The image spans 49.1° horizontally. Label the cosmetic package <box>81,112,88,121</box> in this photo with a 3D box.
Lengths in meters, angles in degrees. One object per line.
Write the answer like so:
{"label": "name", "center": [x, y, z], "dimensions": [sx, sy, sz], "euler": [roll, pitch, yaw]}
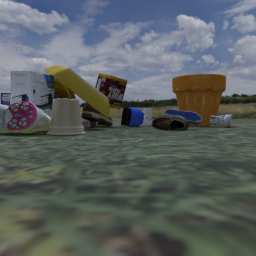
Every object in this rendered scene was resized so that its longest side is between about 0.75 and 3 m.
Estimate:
{"label": "cosmetic package", "center": [-2.436, -0.484, 13.887], "dimensions": [1.928, 0.661, 2.558], "euler": [1, 2, 10]}

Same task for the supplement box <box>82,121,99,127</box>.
{"label": "supplement box", "center": [-1.618, -0.165, 11.754], "dimensions": [0.464, 0.260, 0.853], "euler": [0, 1, 24]}

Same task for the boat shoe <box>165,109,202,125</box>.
{"label": "boat shoe", "center": [1.895, -0.293, 9.553], "dimensions": [1.335, 0.483, 0.482], "euler": [17, 45, 36]}

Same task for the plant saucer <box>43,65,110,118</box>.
{"label": "plant saucer", "center": [-1.722, -1.443, 9.888], "dimensions": [2.366, 0.573, 2.365], "euler": [38, -2, -28]}

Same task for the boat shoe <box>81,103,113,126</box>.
{"label": "boat shoe", "center": [-1.255, -0.662, 12.592], "dimensions": [0.867, 0.869, 2.348], "euler": [2, -9, 18]}

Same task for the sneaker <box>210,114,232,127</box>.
{"label": "sneaker", "center": [3.838, -0.279, 11.628], "dimensions": [0.814, 0.532, 1.416], "euler": [0, -3, 14]}

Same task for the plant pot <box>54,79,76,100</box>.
{"label": "plant pot", "center": [-2.688, -0.798, 10.847], "dimensions": [1.789, 1.789, 1.683], "euler": [1, -10, 13]}

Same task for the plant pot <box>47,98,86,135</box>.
{"label": "plant pot", "center": [-1.564, -0.289, 7.079], "dimensions": [0.970, 0.888, 0.970], "euler": [0, 3, 0]}

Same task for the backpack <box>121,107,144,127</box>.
{"label": "backpack", "center": [0.249, -0.502, 12.349], "dimensions": [0.925, 0.895, 1.102], "euler": [2, 1, -18]}

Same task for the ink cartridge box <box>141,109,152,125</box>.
{"label": "ink cartridge box", "center": [0.903, -0.559, 14.360], "dimensions": [0.349, 0.843, 0.618], "euler": [2, 1, -33]}

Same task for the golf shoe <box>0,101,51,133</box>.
{"label": "golf shoe", "center": [-3.058, -0.183, 7.323], "dimensions": [2.343, 0.882, 1.072], "euler": [4, -10, 25]}

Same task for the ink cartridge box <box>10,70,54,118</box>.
{"label": "ink cartridge box", "center": [-2.866, -0.773, 8.480], "dimensions": [0.736, 1.749, 1.264], "euler": [3, 3, 16]}

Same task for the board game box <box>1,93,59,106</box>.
{"label": "board game box", "center": [-3.258, -0.559, 9.351], "dimensions": [1.837, 1.243, 0.317], "euler": [0, 2, -3]}

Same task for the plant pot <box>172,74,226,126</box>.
{"label": "plant pot", "center": [3.528, -1.322, 13.981], "dimensions": [2.605, 2.385, 2.605], "euler": [-1, 2, 0]}

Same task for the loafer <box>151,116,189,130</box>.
{"label": "loafer", "center": [1.344, -0.155, 9.087], "dimensions": [1.228, 0.448, 0.436], "euler": [0, 1, 18]}

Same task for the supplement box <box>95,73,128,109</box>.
{"label": "supplement box", "center": [-0.818, -1.628, 12.315], "dimensions": [0.861, 1.297, 1.280], "euler": [10, 9, -32]}
